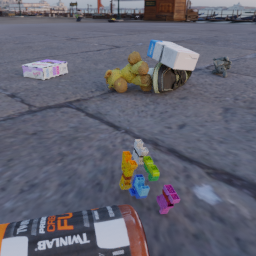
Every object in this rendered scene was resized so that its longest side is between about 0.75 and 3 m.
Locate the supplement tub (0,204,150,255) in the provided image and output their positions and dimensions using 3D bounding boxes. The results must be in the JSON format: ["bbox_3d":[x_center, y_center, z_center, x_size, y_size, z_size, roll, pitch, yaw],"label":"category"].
[{"bbox_3d":[-0.784,1.376,2.703,1.899,1.016,1.016,-6,25,-13],"label":"supplement tub"}]

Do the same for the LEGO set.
[{"bbox_3d":[0.172,0.826,4.428,0.542,0.583,1.422,1,33,-24],"label":"LEGO set"}]

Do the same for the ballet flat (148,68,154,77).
[{"bbox_3d":[1.048,-2.140,11.047,0.628,0.628,1.808,20,31,37],"label":"ballet flat"}]

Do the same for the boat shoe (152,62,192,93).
[{"bbox_3d":[1.641,-1.873,9.945,0.929,1.010,2.827,6,20,23],"label":"boat shoe"}]

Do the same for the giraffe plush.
[{"bbox_3d":[-0.102,-1.792,9.681,1.341,1.427,1.654,-28,41,-8],"label":"giraffe plush"}]

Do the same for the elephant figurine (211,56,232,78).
[{"bbox_3d":[3.946,-2.610,12.057,1.090,0.772,0.846,-42,16,-35],"label":"elephant figurine"}]

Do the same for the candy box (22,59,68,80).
[{"bbox_3d":[-3.507,-2.507,11.933,1.221,0.521,1.455,13,27,27],"label":"candy box"}]

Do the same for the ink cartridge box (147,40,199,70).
[{"bbox_3d":[1.406,-2.317,8.879,0.974,0.562,1.334,-5,33,-36],"label":"ink cartridge box"}]
